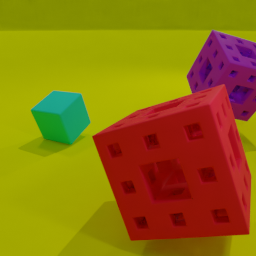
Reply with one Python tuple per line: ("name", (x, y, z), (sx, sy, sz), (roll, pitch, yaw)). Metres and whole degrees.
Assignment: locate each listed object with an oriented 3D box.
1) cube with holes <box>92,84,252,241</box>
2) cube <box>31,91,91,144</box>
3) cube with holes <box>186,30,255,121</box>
("cube with holes", (0.642, 0.377, 3.458), (1.326, 1.326, 1.326), (-15, 9, 28))
("cube", (-1.500, -0.258, 6.375), (0.841, 0.841, 0.841), (9, 42, 27))
("cube with holes", (2.442, -1.223, 6.692), (1.376, 1.376, 1.376), (10, 45, -15))
